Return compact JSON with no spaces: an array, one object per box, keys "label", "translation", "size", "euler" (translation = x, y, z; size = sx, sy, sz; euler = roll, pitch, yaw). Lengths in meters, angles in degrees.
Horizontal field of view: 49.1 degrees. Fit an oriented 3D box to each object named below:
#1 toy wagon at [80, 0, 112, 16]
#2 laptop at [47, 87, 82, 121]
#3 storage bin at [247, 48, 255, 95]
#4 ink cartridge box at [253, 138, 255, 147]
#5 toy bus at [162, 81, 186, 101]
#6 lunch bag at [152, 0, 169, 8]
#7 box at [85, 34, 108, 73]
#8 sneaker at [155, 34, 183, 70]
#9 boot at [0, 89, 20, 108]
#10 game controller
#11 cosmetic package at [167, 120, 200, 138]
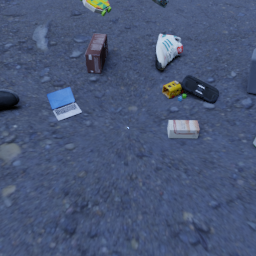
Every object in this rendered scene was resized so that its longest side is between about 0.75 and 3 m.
[{"label":"toy wagon","translation":[-1.234,-5.180,11.562],"size":[1.159,0.296,1.494],"euler":[35,44,-1]},{"label":"laptop","translation":[-2.708,-1.039,11.923],"size":[1.073,0.664,1.146],"euler":[-23,50,-20]},{"label":"storage bin","translation":[6.150,-2.341,12.222],"size":[1.578,2.350,1.710],"euler":[11,46,26]},{"label":"ink cartridge box","translation":[6.539,0.409,10.093],"size":[2.972,1.248,2.152],"euler":[-20,49,-18]},{"label":"toy bus","translation":[2.136,-1.835,12.738],"size":[1.099,0.602,1.165],"euler":[7,47,6]},{"label":"lunch bag","translation":[1.053,-4.623,9.945],"size":[0.643,0.309,0.802],"euler":[41,17,21]},{"label":"box","translation":[-1.570,-3.855,14.366],"size":[0.808,1.080,2.156],"euler":[6,46,6]},{"label":"sneaker","translation":[2.167,-4.046,14.573],"size":[1.365,1.028,2.920],"euler":[3,43,10]},{"label":"boot","translation":[-5.869,-0.523,11.262],"size":[2.109,0.840,2.558],"euler":[1,41,15]},{"label":"game controller","translation":[3.262,-1.760,12.652],"size":[1.740,0.366,0.908],"euler":[29,65,6]},{"label":"cosmetic package","translation":[2.156,0.046,10.980],"size":[1.147,0.500,0.593],"euler":[-1,46,-1]}]
